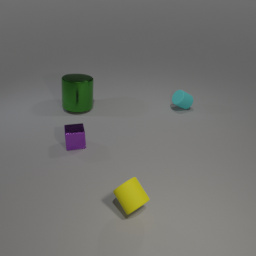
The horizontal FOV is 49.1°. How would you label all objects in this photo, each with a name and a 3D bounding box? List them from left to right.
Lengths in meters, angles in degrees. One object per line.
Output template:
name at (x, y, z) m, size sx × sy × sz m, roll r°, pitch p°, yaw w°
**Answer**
cube at (-1.929, 0.316, 10.198) m, size 0.700 × 0.700 × 0.700 m, roll -6°, pitch 31°, yaw -12°
cylinder at (-2.276, -1.605, 12.656) m, size 1.400 × 1.400 × 1.400 m, roll 4°, pitch 25°, yaw -2°
cylinder at (0.086, 1.738, 7.211) m, size 0.700 × 0.700 × 0.700 m, roll -24°, pitch 74°, yaw -35°
cylinder at (2.476, -1.288, 12.703) m, size 0.700 × 0.700 × 0.700 m, roll 20°, pitch 16°, yaw -36°
